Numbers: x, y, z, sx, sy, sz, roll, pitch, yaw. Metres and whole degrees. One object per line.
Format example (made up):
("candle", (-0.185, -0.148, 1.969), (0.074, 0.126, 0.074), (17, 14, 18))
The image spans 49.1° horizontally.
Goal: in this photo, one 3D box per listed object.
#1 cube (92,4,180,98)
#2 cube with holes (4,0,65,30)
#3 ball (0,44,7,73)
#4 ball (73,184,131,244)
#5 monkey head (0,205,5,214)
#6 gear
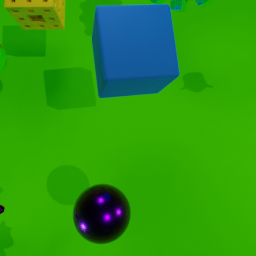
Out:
("cube", (0.054, -1.181, 4.533), (1.118, 1.118, 1.118), (-6, 85, -11))
("cube with holes", (-1.875, -2.689, 5.800), (0.922, 0.922, 0.922), (0, 83, 1))
("ball", (-2.505, -1.245, 4.902), (0.712, 0.712, 0.712), (0, 80, 0))
("ball", (-0.492, 1.615, 5.313), (1.095, 1.095, 1.095), (0, 80, 0))
("monkey head", (-3.121, 1.886, 5.653), (0.699, 1.160, 0.835), (-28, 97, 27))
("gear", (1.059, -3.287, 5.184), (2.047, 0.379, 2.047), (9, 111, 23))
